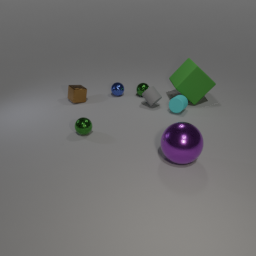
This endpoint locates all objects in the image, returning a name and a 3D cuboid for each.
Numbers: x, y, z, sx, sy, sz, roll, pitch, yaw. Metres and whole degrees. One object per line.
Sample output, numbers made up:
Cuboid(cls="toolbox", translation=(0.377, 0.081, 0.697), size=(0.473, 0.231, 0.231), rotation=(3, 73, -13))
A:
Cuboid(cls="ball", translation=(0.778, -1.977, 14.421), size=(0.700, 0.700, 0.700), rotation=(0, 29, 0))
Cuboid(cls="cube", translation=(-2.503, -1.693, 13.799), size=(0.700, 0.700, 0.700), rotation=(-7, 28, -35))
Cuboid(cls="ball", translation=(1.783, 0.493, 9.284), size=(1.400, 1.400, 1.400), rotation=(0, 29, 0))
Cuboid(cls="ball", translation=(-1.755, -0.072, 11.049), size=(0.700, 0.700, 0.700), rotation=(0, 29, 0))
Cuboid(cls="cylinder", translation=(1.128, -1.511, 13.239), size=(0.700, 0.700, 0.700), rotation=(-32, 83, -43))
Cuboid(cls="ball", translation=(-0.534, -2.011, 14.472), size=(0.700, 0.700, 0.700), rotation=(0, 29, 0))
Cuboid(cls="cylinder", translation=(2.297, -1.103, 12.776), size=(0.700, 0.700, 0.700), rotation=(15, 23, 24))
Cuboid(cls="cube", translation=(3.077, -2.266, 13.549), size=(1.400, 1.400, 1.400), rotation=(36, 20, -22))
